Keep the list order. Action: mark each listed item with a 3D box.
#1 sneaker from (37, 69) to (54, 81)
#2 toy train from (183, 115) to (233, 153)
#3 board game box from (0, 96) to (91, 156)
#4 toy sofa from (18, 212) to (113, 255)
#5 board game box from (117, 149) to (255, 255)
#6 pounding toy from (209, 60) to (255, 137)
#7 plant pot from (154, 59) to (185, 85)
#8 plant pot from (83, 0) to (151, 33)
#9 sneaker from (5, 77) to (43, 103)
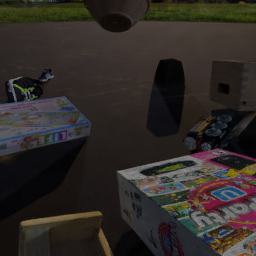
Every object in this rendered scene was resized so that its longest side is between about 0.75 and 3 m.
[{"bbox_3d":[-3.754,-2.407,12.633,0.397,0.447,1.058,7,26,13],"label":"sneaker"},{"bbox_3d":[2.028,0.144,7.015,0.916,0.685,1.607,3,24,36],"label":"toy train"},{"bbox_3d":[-2.418,-0.154,7.270,2.412,0.413,1.622,-13,40,-35],"label":"board game box"},{"bbox_3d":[-0.413,1.984,2.583,0.989,1.165,2.387,-1,22,-26],"label":"toy sofa"},{"bbox_3d":[1.376,1.145,3.655,2.144,0.934,2.907,-10,13,-22],"label":"board game box"},{"bbox_3d":[3.853,-1.055,8.560,2.512,1.940,2.728,-2,15,-6],"label":"pounding toy"},{"bbox_3d":[1.841,-2.505,12.290,1.037,0.922,1.040,-11,28,-21],"label":"plant pot"},{"bbox_3d":[-0.276,-2.773,6.595,1.596,0.737,1.596,3,-11,1],"label":"plant pot"},{"bbox_3d":[-3.547,-1.347,9.801,1.064,0.922,2.570,-5,25,-10],"label":"sneaker"}]
